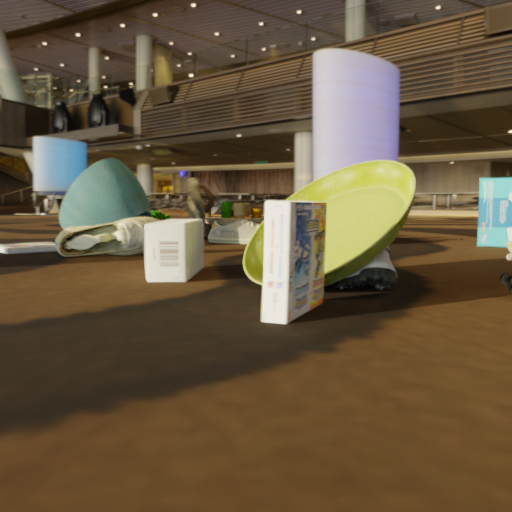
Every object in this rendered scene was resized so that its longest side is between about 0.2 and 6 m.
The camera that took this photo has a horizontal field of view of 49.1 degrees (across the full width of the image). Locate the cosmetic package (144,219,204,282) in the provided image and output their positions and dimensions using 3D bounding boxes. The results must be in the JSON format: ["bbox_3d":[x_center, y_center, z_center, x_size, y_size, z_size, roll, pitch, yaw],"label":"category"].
[{"bbox_3d":[-1.031,-0.103,7.296,0.535,0.734,1.444,0,5,2],"label":"cosmetic package"}]

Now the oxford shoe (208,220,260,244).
[{"bbox_3d":[-0.136,-0.554,13.105,1.989,0.574,0.748,2,3,3],"label":"oxford shoe"}]

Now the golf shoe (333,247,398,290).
[{"bbox_3d":[1.221,-0.085,6.495,0.707,0.860,1.820,1,7,2],"label":"golf shoe"}]

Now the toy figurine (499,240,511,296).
[{"bbox_3d":[2.712,0.126,5.363,0.633,0.624,0.441,3,20,1],"label":"toy figurine"}]

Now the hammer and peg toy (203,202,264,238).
[{"bbox_3d":[-0.611,-1.014,15.666,2.056,0.986,2.796,-5,7,-41],"label":"hammer and peg toy"}]

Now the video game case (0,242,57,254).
[{"bbox_3d":[-4.520,-0.165,11.199,1.182,0.136,1.077,-4,7,-39],"label":"video game case"}]

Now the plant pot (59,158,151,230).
[{"bbox_3d":[-3.048,-0.938,12.083,1.298,1.927,1.927,36,16,13],"label":"plant pot"}]

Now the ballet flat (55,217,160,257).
[{"bbox_3d":[-2.575,-0.307,9.964,1.978,0.687,0.687,-10,7,-8],"label":"ballet flat"}]

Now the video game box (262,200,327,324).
[{"bbox_3d":[0.345,0.013,4.769,0.247,0.961,1.055,7,8,22],"label":"video game box"}]

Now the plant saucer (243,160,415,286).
[{"bbox_3d":[0.835,-0.306,6.347,2.143,0.333,2.143,-27,27,15],"label":"plant saucer"}]

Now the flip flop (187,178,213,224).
[{"bbox_3d":[-1.475,-1.497,14.866,0.655,0.922,2.275,-1,23,-9],"label":"flip flop"}]

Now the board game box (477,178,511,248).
[{"bbox_3d":[5.755,-0.905,11.789,1.985,1.499,0.466,4,7,35],"label":"board game box"}]

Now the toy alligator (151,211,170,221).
[{"bbox_3d":[-2.511,-0.808,14.712,0.830,0.760,2.800,2,5,16],"label":"toy alligator"}]
